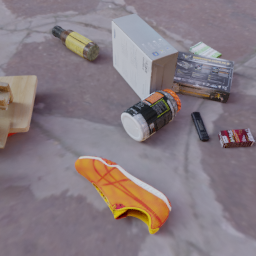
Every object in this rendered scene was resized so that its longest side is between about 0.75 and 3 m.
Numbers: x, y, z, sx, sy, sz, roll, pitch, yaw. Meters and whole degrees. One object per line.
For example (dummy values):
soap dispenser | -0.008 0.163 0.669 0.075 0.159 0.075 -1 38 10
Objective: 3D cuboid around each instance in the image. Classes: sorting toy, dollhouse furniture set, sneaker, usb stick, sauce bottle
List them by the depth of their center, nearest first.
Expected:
sneaker | -0.320 1.597 7.097 2.845 1.038 1.097 27 63 23
dollhouse furniture set | -4.815 0.077 7.854 2.838 1.885 2.487 8 65 -9
usb stick | 2.301 -0.069 8.963 0.320 0.188 1.156 -2 51 -9
sorting toy | -4.130 -0.596 8.988 2.282 0.799 2.296 -3 51 -3
sauce bottle | -2.185 -3.536 11.411 2.342 0.758 0.758 37 60 25

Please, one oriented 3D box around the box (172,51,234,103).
box | 2.616 -1.916 10.223 2.243 0.542 1.777 14 52 11

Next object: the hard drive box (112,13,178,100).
hard drive box | 0.465 -2.341 9.628 0.994 2.017 2.588 -24 56 -19

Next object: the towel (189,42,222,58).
towel | 3.170 -3.131 11.462 0.816 0.168 1.094 -35 59 -24

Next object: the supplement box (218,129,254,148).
supplement box | 3.303 0.315 8.586 0.926 0.282 0.504 -4 51 -2

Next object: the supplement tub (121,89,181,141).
supplement tub | 0.748 -0.450 8.700 1.754 1.075 1.075 -33 58 -24
